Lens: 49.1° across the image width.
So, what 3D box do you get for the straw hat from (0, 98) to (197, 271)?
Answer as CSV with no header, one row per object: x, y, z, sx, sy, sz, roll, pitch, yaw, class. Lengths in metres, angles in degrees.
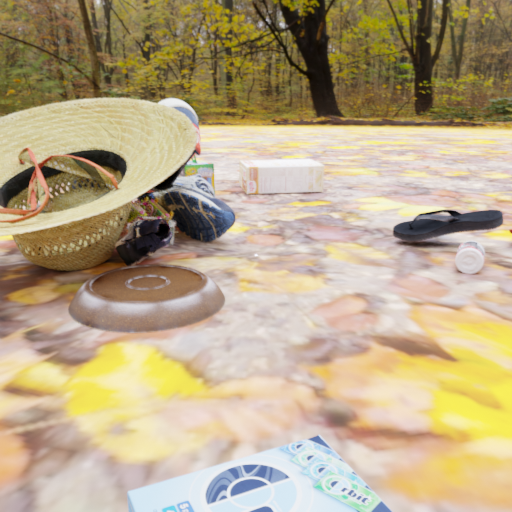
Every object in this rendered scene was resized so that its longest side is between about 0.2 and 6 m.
-2.990,-0.830,8.998,4.435,1.877,4.435,-3,36,2,straw hat

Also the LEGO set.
-2.280,-0.732,10.601,1.820,0.837,0.677,15,11,39,LEGO set

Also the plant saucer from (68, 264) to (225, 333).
-1.445,0.482,7.498,2.063,0.331,2.063,1,16,0,plant saucer

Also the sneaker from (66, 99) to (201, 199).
-2.330,-1.468,10.458,1.218,3.249,1.373,29,29,-47,sneaker

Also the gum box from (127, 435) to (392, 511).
0.072,1.680,3.335,1.417,0.316,1.204,-7,18,-23,gum box

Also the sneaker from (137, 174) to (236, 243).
-1.253,-1.145,11.123,1.202,1.087,2.822,-38,36,-28,sneaker

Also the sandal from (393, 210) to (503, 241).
3.443,-0.664,10.201,1.910,0.409,0.726,-9,22,20,sandal

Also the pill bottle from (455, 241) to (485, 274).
3.429,-0.004,8.962,0.420,0.420,0.758,7,17,22,pill bottle

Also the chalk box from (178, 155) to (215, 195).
-1.553,-2.047,14.430,0.797,1.287,0.801,-6,17,-21,chalk box

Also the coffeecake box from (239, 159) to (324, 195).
0.684,-2.323,16.243,2.189,0.800,1.680,-2,16,-8,coffeecake box

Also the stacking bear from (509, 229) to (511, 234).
5.000,-0.435,9.681,0.978,0.916,1.610,-4,6,1,stacking bear

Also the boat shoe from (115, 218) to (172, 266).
-1.713,-0.340,9.301,0.781,0.629,1.685,-26,17,9,boat shoe
